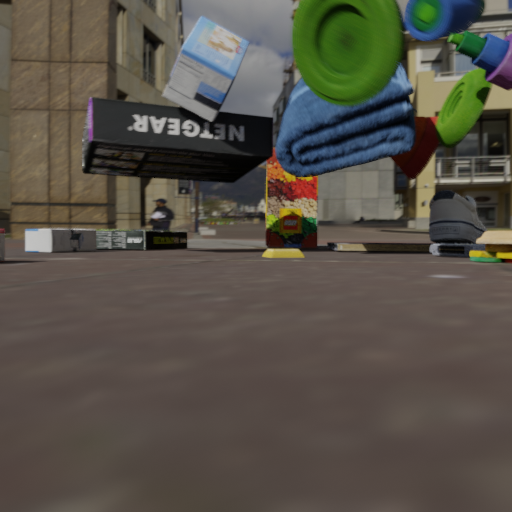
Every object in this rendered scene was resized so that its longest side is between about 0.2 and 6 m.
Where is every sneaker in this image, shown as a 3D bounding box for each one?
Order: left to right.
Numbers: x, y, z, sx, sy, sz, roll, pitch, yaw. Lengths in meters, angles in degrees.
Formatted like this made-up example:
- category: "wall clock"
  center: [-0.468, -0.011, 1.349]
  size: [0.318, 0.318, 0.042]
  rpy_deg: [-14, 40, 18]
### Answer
- category: "sneaker"
  center: [4.597, -0.758, 12.432]
  size: [1.178, 1.142, 3.225]
  rpy_deg: [2, -4, 27]

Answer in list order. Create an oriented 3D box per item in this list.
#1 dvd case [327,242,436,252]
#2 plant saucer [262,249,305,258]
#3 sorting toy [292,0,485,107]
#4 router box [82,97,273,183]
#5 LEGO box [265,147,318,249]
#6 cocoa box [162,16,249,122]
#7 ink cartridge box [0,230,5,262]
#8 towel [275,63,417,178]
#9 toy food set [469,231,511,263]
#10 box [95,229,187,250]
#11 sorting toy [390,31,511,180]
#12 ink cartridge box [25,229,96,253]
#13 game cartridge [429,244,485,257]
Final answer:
- category: "dvd case"
  center: [2.621, -0.175, 11.233]
  size: [2.217, 0.177, 1.648]
  rpy_deg: [0, 2, 0]
- category: "plant saucer"
  center: [0.394, -0.037, 8.176]
  size: [0.526, 0.128, 0.526]
  rpy_deg: [0, 2, -14]
- category: "sorting toy"
  center: [1.519, -2.758, 5.639]
  size: [1.102, 2.684, 1.612]
  rpy_deg: [-27, 64, -40]
- category: "router box"
  center: [-1.464, -1.937, 9.932]
  size: [3.010, 0.769, 2.245]
  rpy_deg: [1, -5, -20]
- category: "LEGO box"
  center: [0.905, -1.374, 14.317]
  size: [1.215, 2.345, 3.148]
  rpy_deg: [1, 3, 3]
- category: "cocoa box"
  center: [-0.776, -2.982, 8.890]
  size: [0.914, 0.900, 1.371]
  rpy_deg: [25, 42, -11]
- category: "ink cartridge box"
  center: [-3.440, -0.107, 6.271]
  size: [0.953, 0.404, 0.694]
  rpy_deg: [2, 2, 11]
- category: "towel"
  center: [1.475, -2.578, 9.415]
  size: [2.174, 0.945, 3.894]
  rpy_deg: [-14, 27, 16]
- category: "toy food set"
  center: [3.315, -0.098, 6.405]
  size: [1.539, 0.374, 1.523]
  rpy_deg: [-1, 2, -24]
- category: "box"
  center: [-2.901, -0.371, 12.784]
  size: [2.051, 0.487, 1.980]
  rpy_deg: [1, 4, 19]
- category: "sorting toy"
  center: [2.703, -2.418, 8.846]
  size: [1.256, 1.264, 3.647]
  rpy_deg: [23, -15, -4]
- category: "ink cartridge box"
  center: [-3.699, -0.289, 10.653]
  size: [0.779, 0.457, 1.064]
  rpy_deg: [1, 4, 33]
- category: "game cartridge"
  center: [3.310, -0.087, 8.649]
  size: [0.745, 0.226, 1.117]
  rpy_deg: [3, 1, -17]
